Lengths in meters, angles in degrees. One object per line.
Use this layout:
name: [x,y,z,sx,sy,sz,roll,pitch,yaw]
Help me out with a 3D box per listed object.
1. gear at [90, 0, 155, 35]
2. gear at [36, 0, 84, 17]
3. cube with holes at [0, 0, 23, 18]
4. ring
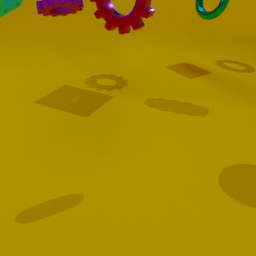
gear: [-0.131,-3.008,6.385,1.620,1.620,0.300,18,33,23]
gear: [-1.933,-3.477,7.983,1.297,0.240,1.297,-9,9,1]
cube with holes: [-3.249,-3.535,6.539,1.319,1.319,1.319,-27,23,48]
ring: [2.731,-4.214,9.088,0.272,1.359,1.359,-2,31,-34]
